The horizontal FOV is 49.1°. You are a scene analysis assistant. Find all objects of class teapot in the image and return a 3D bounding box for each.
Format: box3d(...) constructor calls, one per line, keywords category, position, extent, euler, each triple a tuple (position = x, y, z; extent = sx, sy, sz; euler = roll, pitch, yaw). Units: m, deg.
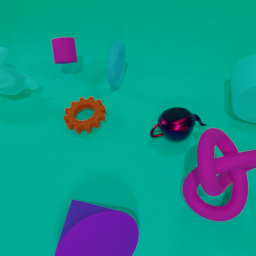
box3d(category="teapot", position=(1.326, -0.067, 7.340), extent=(1.584, 0.776, 0.985), euler=(-15, 34, -4))

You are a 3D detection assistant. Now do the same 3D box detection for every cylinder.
box3d(category="cylinder", position=(-2.006, -2.436, 8.860), extent=(0.732, 0.732, 0.732), euler=(-6, 9, 1))
box3d(category="cylinder", position=(3.583, -1.086, 7.712), extent=(1.383, 1.383, 1.383), euler=(10, 49, 8))

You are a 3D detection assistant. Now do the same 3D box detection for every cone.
box3d(category="cone", position=(-0.867, 1.865, 5.556), extent=(1.606, 1.606, 1.612), euler=(-23, 30, -19))

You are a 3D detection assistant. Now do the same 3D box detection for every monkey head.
box3d(category="monkey head", position=(-3.561, -1.633, 8.122), extent=(1.836, 1.321, 1.106), euler=(15, 10, 5))

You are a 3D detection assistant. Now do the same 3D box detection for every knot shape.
box3d(category="knot shape", position=(2.099, 0.880, 5.732), extent=(1.886, 2.016, 0.931), euler=(-18, 32, -16))

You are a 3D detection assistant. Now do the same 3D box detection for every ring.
box3d(category="ring", position=(-0.344, -1.939, 8.566), extent=(0.286, 1.429, 1.429), euler=(10, 49, 10))

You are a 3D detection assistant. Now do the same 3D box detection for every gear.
box3d(category="gear", position=(-1.209, -0.383, 7.865), extent=(1.170, 0.216, 1.170), euler=(-5, 53, 6))
